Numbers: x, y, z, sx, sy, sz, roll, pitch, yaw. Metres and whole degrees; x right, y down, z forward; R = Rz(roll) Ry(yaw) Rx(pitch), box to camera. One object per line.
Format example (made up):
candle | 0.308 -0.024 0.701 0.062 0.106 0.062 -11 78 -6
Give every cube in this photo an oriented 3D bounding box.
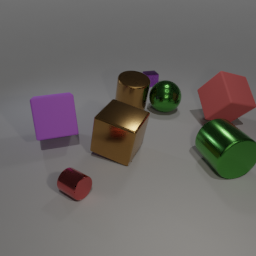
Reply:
cube | 3.843 -1.180 11.015 1.400 1.400 1.400 5 63 -28
cube | -2.597 -0.463 9.923 1.400 1.400 1.400 -9 12 -14
cube | -0.262 0.119 9.264 1.400 1.400 1.400 21 36 12
cube | 1.224 -2.678 15.275 0.700 0.700 0.700 -8 30 -14

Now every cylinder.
cylinder | 0.179 -1.566 12.274 1.400 1.400 1.400 6 41 -5
cylinder | -1.473 1.539 7.753 0.700 0.700 0.700 20 35 31
cylinder | 3.029 0.611 8.682 1.400 1.400 1.400 -8 30 -14

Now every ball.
ball | 1.622 -1.371 12.217 1.400 1.400 1.400 0 29 0
